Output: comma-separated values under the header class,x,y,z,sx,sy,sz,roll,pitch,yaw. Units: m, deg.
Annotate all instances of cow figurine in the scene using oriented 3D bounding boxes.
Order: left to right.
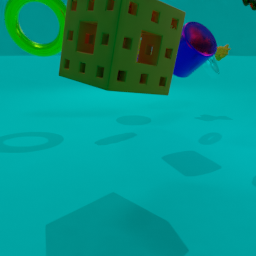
class,x,y,z,sx,sy,sz,roll,pitch,yaw
cow figurine,2.995,-2.904,10.004,1.122,1.140,0.626,8,60,49

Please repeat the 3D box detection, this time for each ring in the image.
class,x,y,z,sx,sy,sz,roll,pitch,yaw
ring,-2.498,-2.919,7.845,1.891,1.891,0.378,0,34,2
ring,2.242,-1.889,7.846,0.221,1.104,1.104,-27,1,30

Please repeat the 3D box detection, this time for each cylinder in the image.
class,x,y,z,sx,sy,sz,roll,pitch,yaw
cylinder,1.373,-1.760,6.374,0.914,0.914,0.914,-10,-17,-30

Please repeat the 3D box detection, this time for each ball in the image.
class,x,y,z,sx,sy,sz,roll,pitch,yaw
ball,0.256,-2.476,9.715,1.184,1.184,1.184,0,16,0

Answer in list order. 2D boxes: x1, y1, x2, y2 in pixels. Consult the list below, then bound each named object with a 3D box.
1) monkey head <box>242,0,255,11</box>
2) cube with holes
class,x,y,z,sx,sy,sz,roll,pitch,yaw
monkey head,2.861,-3.057,5.724,1.607,1.156,0.968,2,-9,-37
cube with holes,-0.116,-1.212,4.088,1.201,1.201,1.201,-2,18,-44
